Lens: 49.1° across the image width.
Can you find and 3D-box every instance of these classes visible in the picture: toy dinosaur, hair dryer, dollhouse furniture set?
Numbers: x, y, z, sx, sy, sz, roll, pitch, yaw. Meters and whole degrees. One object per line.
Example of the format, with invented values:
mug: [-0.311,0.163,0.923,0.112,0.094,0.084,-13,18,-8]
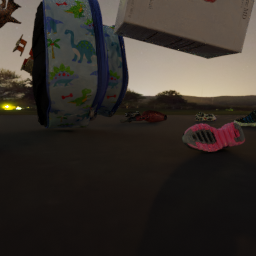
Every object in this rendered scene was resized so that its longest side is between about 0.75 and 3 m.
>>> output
toy dinosaur: [-2.555,-2.068,5.263,0.605,0.956,1.411,28,5,-3]
hair dryer: [0.719,-0.387,12.302,2.009,0.546,1.530,-5,18,9]
dollhouse furniture set: [-3.825,-2.959,11.492,1.580,1.563,0.814,29,-46,-30]

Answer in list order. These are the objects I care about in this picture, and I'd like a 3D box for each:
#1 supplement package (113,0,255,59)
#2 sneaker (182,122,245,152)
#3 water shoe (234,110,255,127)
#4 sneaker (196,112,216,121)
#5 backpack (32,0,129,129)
supplement package: [1.015,-2.291,5.372,2.257,1.368,1.352,10,7,-12]
sneaker: [0.966,0.151,3.344,0.870,0.344,0.415,-1,-19,-27]
water shoe: [3.966,-0.302,8.832,0.468,0.517,1.310,-2,4,-34]
sneaker: [4.092,-0.521,14.747,0.486,0.470,1.165,18,-2,-45]
backpack: [-1.199,-1.535,6.756,2.180,2.715,2.967,-5,-13,-16]
